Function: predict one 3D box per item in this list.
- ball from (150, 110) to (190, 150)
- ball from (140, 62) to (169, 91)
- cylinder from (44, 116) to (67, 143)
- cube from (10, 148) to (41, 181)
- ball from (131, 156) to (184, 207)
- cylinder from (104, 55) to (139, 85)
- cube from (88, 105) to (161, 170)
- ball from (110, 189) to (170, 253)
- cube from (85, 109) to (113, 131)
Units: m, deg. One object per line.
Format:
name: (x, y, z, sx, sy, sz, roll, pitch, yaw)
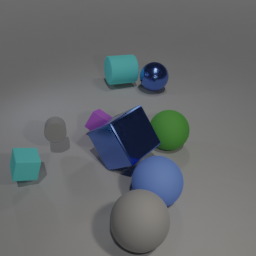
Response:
ball: (1.424, 0.070, 9.726, 1.400, 1.400, 1.400, 0, 33, 0)
ball: (1.273, -2.496, 13.635, 1.400, 1.400, 1.400, 0, 33, 0)
cylinder: (-2.420, 0.045, 9.331, 0.700, 0.700, 0.700, -8, 21, -12)
cube: (-3.013, 1.056, 8.194, 0.700, 0.700, 0.700, 3, 31, -31)
ball: (0.794, 1.453, 7.584, 1.400, 1.400, 1.400, 0, 33, 0)
cylinder: (-0.351, -2.945, 14.130, 1.400, 1.400, 1.400, -9, 34, -19)
cube: (-0.123, 0.322, 8.813, 1.400, 1.400, 1.400, -33, 8, -37)
ball: (0.276, 2.141, 6.516, 1.400, 1.400, 1.400, 0, 33, 0)
cube: (-1.057, -0.205, 10.411, 0.700, 0.700, 0.700, 34, 17, 4)
